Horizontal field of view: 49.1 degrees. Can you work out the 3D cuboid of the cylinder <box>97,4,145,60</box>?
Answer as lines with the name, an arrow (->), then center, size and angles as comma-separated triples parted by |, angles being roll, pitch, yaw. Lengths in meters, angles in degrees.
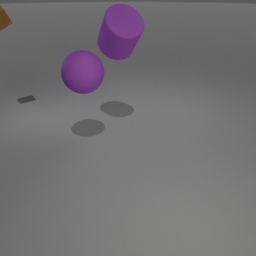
cylinder -> -0.284, -3.372, 9.942 | 1.400, 1.400, 1.400 | -11, -15, -21

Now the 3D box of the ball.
ball -> -1.470, -1.816, 9.125 | 1.400, 1.400, 1.400 | 0, 28, 0

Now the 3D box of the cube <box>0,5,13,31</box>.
cube -> -4.948, -4.214, 10.554 | 0.700, 0.700, 0.700 | -36, 66, -9
